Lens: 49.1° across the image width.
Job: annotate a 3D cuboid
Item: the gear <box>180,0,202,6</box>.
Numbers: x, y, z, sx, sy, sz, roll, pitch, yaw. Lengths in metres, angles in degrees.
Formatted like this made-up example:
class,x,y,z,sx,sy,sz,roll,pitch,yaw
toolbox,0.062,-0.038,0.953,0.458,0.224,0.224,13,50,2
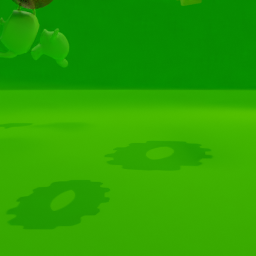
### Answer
class,x,y,z,sx,sy,sz,roll,pitch,yaw
gear,0.605,-1.837,2.814,0.200,1.084,1.084,-10,9,0

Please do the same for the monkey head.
class,x,y,z,sx,sy,sz,roll,pitch,yaw
monkey head,-2.163,-2.228,7.900,0.826,0.987,1.371,28,-26,16

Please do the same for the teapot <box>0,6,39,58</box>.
class,x,y,z,sx,sy,sz,roll,pitch,yaw
teapot,-2.511,-2.136,6.263,0.770,1.572,0.978,24,5,-30

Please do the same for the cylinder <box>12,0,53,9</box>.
class,x,y,z,sx,sy,sz,roll,pitch,yaw
cylinder,-2.001,-3.094,5.402,1.199,1.199,1.199,-1,5,-5
